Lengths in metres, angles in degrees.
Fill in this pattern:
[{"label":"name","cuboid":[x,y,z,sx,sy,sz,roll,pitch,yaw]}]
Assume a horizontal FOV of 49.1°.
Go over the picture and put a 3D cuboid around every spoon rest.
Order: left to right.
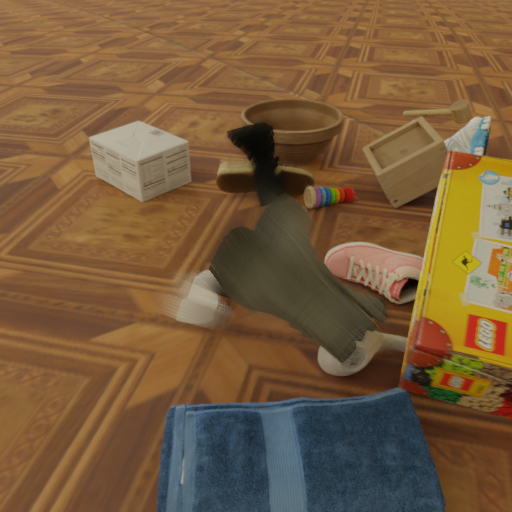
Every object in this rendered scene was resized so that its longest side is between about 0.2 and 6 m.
[{"label":"spoon rest","cuboid":[-0.870,0.723,9.046,0.532,0.871,1.754,20,11,-1]},{"label":"spoon rest","cuboid":[1.740,1.433,8.458,1.771,0.880,0.537,5,22,-18]}]

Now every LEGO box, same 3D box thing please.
[{"label":"LEGO box","cuboid":[3.819,0.389,8.170,2.731,1.415,3.667,13,57,15]}]

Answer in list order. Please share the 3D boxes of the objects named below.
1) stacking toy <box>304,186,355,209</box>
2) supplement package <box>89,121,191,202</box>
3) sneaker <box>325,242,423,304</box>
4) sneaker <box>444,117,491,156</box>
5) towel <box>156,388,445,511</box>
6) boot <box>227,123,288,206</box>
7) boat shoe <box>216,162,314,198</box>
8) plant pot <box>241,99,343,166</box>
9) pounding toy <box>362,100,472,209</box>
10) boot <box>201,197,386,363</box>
[{"label":"stacking toy","cuboid":[1.730,-1.383,12.961,1.197,0.511,0.511,-6,33,-20]},{"label":"supplement package","cuboid":[-2.833,-2.369,13.787,1.994,1.106,1.553,29,44,35]},{"label":"sneaker","cuboid":[2.190,0.318,10.078,1.918,0.722,1.003,8,29,5]},{"label":"sneaker","cuboid":[5.124,-2.720,14.300,1.465,1.267,3.380,9,34,23]},{"label":"towel","cuboid":[0.497,2.507,6.722,3.259,0.791,1.819,-1,34,-2]},{"label":"boot","cuboid":[0.088,-1.825,11.414,0.730,1.616,1.972,-9,7,18]},{"label":"boat shoe","cuboid":[0.225,-1.914,13.127,2.275,0.811,0.734,4,47,0]},{"label":"plant pot","cuboid":[0.949,-3.216,14.970,2.661,1.228,2.661,-1,32,0]},{"label":"pounding toy","cuboid":[3.973,-2.550,13.247,2.557,1.170,2.247,-27,31,13]},{"label":"boot","cuboid":[0.767,0.325,7.898,2.186,1.133,3.347,30,23,8]}]
